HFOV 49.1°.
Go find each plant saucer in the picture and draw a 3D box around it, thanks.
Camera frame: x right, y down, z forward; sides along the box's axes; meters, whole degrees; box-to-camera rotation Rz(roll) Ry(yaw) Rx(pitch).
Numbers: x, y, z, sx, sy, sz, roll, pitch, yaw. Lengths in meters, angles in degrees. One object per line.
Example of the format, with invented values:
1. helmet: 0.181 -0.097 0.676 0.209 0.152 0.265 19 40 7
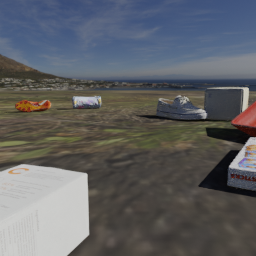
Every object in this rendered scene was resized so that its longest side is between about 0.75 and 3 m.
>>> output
1. plant saucer: 4.380 -0.442 6.123 2.971 0.546 2.976 -34 25 -25

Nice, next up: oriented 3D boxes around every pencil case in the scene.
1. pencil case: -2.034 -1.266 13.822 1.433 0.596 0.650 -4 -31 -16

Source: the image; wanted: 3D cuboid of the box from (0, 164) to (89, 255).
1. box: -0.871 0.696 1.932 0.716 0.561 1.151 4 10 24

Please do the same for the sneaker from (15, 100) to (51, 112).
1. sneaker: -4.233 -0.920 12.527 1.527 0.557 0.589 -2 -15 -24

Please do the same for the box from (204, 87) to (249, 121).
1. box: 3.817 -0.996 10.691 1.330 1.089 2.801 5 10 27

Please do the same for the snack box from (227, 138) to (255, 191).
1. snack box: 2.121 0.471 4.216 0.803 0.271 2.232 6 11 29

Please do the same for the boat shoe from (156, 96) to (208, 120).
1. boat shoe: 1.893 -0.761 10.151 0.817 0.805 2.305 -6 11 -32
